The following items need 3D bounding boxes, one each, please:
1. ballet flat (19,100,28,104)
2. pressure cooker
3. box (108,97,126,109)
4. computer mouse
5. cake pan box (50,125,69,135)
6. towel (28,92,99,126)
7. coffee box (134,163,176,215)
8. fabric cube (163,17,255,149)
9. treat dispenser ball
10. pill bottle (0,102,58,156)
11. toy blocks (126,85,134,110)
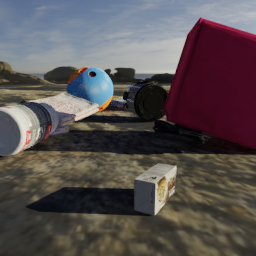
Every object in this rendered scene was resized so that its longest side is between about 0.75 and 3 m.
[{"bbox_3d":[-4.318,-0.651,11.836,0.887,0.832,2.452,-30,30,-29],"label":"ballet flat"},{"bbox_3d":[0.745,-1.155,11.858,1.627,1.602,1.822,-35,17,-7],"label":"pressure cooker"},{"bbox_3d":[-0.187,-1.493,16.341,1.344,0.391,1.963,12,15,25],"label":"box"},{"bbox_3d":[1.329,0.057,7.841,1.601,0.525,2.280,17,11,6],"label":"computer mouse"},{"bbox_3d":[-2.502,0.057,9.307,0.810,0.212,0.746,9,12,42],"label":"cake pan box"},{"bbox_3d":[-2.424,-0.780,10.376,2.037,0.328,1.946,22,31,31],"label":"towel"},{"bbox_3d":[0.437,0.905,4.322,0.349,0.494,0.874,6,12,28],"label":"coffee box"},{"bbox_3d":[2.668,-1.199,7.823,2.666,2.624,2.675,18,12,2],"label":"fabric cube"},{"bbox_3d":[-1.852,-1.863,13.775,2.271,2.271,2.271,0,11,0],"label":"treat dispenser ball"},{"bbox_3d":[-2.744,-0.079,7.478,1.174,1.174,2.062,2,12,12],"label":"pill bottle"},{"bbox_3d":[0.472,-1.562,14.474,1.255,1.342,1.130,4,6,21],"label":"toy blocks"}]
